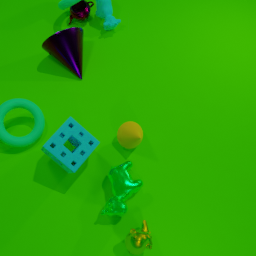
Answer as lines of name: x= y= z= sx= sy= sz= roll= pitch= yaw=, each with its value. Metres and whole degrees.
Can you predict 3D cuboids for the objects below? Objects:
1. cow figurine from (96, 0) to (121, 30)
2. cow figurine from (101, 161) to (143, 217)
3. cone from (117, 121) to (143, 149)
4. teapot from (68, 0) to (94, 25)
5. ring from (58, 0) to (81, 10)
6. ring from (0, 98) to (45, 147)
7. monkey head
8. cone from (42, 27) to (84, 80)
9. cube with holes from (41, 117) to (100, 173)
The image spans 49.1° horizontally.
cow figurine: x=-0.803 y=-4.387 z=10.562 sx=0.704 sy=1.282 sz=1.262 roll=-20 pitch=39 yaw=-17
cow figurine: x=-0.272 y=1.688 z=7.656 sx=1.357 sy=0.757 sz=1.379 roll=-21 pitch=68 yaw=-22
cone: x=0.203 y=0.249 z=8.176 sx=0.841 sy=0.844 sz=0.841 roll=-1 pitch=95 yaw=-19
teapot: x=-1.854 y=-4.494 z=10.863 sx=1.300 sy=0.636 sz=0.808 roll=-38 pitch=77 yaw=-2
ring: x=-1.951 y=-4.855 z=10.417 sx=1.461 sy=0.292 sz=1.461 roll=-24 pitch=29 yaw=14
ring: x=-3.287 y=-0.166 z=8.476 sx=1.474 sy=0.295 sz=1.474 roll=2 pitch=83 yaw=-20
monkey head: x=0.246 y=2.734 z=7.045 sx=0.672 sy=1.115 sz=0.802 roll=-2 pitch=44 yaw=-6
cone: x=-1.936 y=-2.387 z=9.752 sx=1.561 sy=1.561 sz=1.567 roll=-25 pitch=92 yaw=-12
cube with holes: x=-1.634 y=0.509 z=7.827 sx=1.058 sy=1.058 sz=1.058 roll=42 pitch=70 yaw=-9
